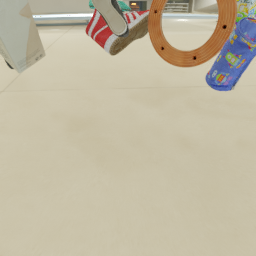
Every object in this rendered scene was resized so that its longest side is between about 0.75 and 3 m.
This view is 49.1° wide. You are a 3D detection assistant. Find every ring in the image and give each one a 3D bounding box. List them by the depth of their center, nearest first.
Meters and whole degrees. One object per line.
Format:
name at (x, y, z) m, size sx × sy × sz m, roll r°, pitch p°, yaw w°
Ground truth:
ring at (1.836, -3.275, 8.406) m, size 2.867 × 2.867 × 0.275 m, roll 21°, pitch 23°, yaw 35°

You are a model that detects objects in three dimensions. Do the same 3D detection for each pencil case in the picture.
pencil case at (2.317, -1.476, 6.067) m, size 0.688 × 1.763 × 0.765 m, roll -34°, pitch 71°, yaw -24°

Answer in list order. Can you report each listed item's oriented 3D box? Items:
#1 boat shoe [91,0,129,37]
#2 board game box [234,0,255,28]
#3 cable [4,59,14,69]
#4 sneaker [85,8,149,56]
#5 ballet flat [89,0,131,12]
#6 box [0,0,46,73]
boat shoe at (-0.399, -2.549, 6.041) m, size 0.470 × 1.404 × 0.400 m, roll -29°, pitch -8°, yaw 14°
board game box at (3.524, -3.969, 8.583) m, size 0.895 × 1.738 × 0.912 m, roll 32°, pitch 75°, yaw 27°
cable at (-3.569, -2.901, 7.598) m, size 0.719 × 2.858 × 1.388 m, roll 3°, pitch 60°, yaw 1°
sneaker at (-0.250, -3.735, 9.901) m, size 1.571 × 0.995 × 2.793 m, roll 38°, pitch 56°, yaw 15°
ballet flat at (-0.745, -5.077, 11.239) m, size 1.816 × 0.639 × 0.612 m, roll 12°, pitch 19°, yaw 16°
box at (-2.455, -2.154, 5.675) m, size 0.806 × 2.074 × 0.985 m, roll -41°, pitch 79°, yaw -17°
